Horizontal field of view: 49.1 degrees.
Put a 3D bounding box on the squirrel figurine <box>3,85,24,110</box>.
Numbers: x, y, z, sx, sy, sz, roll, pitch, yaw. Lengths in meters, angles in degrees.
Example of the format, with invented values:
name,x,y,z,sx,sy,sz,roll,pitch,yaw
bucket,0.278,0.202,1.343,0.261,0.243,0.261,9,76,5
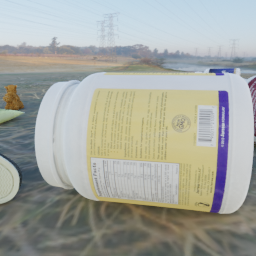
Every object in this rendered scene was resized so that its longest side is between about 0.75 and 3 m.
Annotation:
name,x,y,z,sx,sy,sz,roll,pitch,yaw
squirrel figurine,-4.859,-1.295,11.826,0.784,1.033,1.107,-4,15,-17

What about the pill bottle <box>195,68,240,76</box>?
name,x,y,z,sx,sy,sz,roll,pitch,yaw
pill bottle,5.600,-3.003,17.725,2.708,1.504,1.504,4,14,24

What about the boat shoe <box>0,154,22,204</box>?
name,x,y,z,sx,sy,sz,roll,pitch,yaw
boat shoe,-2.942,0.462,4.358,2.819,1.012,0.953,12,7,3

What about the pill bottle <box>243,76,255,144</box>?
name,x,y,z,sx,sy,sz,roll,pitch,yaw
pill bottle,3.568,-0.350,6.561,1.706,1.706,2.989,-9,18,-33

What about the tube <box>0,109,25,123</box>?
name,x,y,z,sx,sy,sz,roll,pitch,yaw
tube,-4.439,-0.351,8.982,0.753,0.674,2.595,40,13,2

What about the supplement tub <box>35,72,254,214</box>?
name,x,y,z,sx,sy,sz,roll,pitch,yaw
supplement tub,0.251,0.153,4.114,2.652,1.928,1.928,3,14,13
